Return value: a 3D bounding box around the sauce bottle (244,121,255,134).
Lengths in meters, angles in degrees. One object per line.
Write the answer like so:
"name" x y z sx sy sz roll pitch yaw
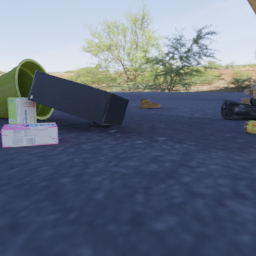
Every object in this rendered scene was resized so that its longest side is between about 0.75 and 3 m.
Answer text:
"sauce bottle" 3.602 0.019 7.293 0.355 0.355 1.096 -7 11 -38

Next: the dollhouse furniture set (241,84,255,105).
"dollhouse furniture set" 6.016 -1.416 13.831 1.241 1.448 1.523 1 22 38

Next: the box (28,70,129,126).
"box" -1.410 -0.849 8.416 2.429 0.958 1.714 18 7 15

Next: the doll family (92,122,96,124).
"doll family" -1.002 -0.299 9.429 0.942 0.370 0.545 -3 12 15

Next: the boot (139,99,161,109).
"boot" 1.256 -1.349 15.530 1.355 0.511 0.499 -4 8 -30

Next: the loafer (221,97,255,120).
"loafer" 4.706 -0.720 10.387 2.397 0.842 0.814 2 9 11

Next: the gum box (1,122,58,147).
"gum box" -2.231 0.136 6.329 1.220 0.404 0.692 -3 11 -18

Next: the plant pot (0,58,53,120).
"plant pot" -4.379 -1.255 10.765 2.184 2.300 2.300 -11 5 18

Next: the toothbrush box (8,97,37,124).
"toothbrush box" -3.362 -0.505 8.863 0.529 0.895 1.230 -6 10 -36
